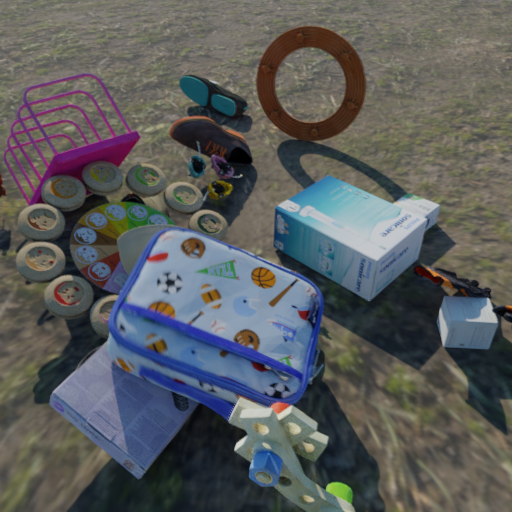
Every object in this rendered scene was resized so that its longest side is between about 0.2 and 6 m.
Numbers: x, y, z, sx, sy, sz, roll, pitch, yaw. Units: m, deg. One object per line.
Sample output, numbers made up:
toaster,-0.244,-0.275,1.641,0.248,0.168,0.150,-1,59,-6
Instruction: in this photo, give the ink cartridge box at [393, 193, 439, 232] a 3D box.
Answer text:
ink cartridge box,3.342,-0.837,12.247,0.817,0.492,1.124,29,45,33

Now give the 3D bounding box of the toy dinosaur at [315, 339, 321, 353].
toy dinosaur,0.358,0.760,10.051,2.471,0.586,1.089,32,39,27

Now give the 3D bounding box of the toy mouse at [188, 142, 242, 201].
toy mouse,-1.096,-1.975,13.071,1.682,0.325,1.495,-23,77,-46

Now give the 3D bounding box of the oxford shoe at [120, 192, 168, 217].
oxford shoe,-2.442,-1.022,12.029,0.959,1.018,2.723,-2,39,-3

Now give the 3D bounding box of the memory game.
memory game,-2.358,-0.272,10.482,4.070,0.259,4.070,10,53,-14

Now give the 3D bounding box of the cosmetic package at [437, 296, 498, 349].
cosmetic package,3.594,1.142,9.588,0.774,0.648,0.644,2,38,3

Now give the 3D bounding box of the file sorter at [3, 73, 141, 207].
file sorter,-4.113,-2.374,11.993,1.874,2.697,1.691,-29,89,-37

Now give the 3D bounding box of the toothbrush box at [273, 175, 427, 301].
toothbrush box,1.841,-0.449,11.282,2.472,1.054,1.809,29,47,32

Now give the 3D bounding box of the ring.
ring,1.400,-4.488,14.863,3.007,3.007,0.289,13,31,16

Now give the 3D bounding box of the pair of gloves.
pair of gloves,4.001,0.813,9.560,2.413,0.298,2.150,33,15,37

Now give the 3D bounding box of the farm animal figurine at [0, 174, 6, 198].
farm animal figurine,-6.441,-1.201,12.469,1.771,0.934,1.791,13,46,35

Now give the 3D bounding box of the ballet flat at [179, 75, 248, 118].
ballet flat,-1.265,-4.916,17.295,2.464,0.838,0.843,35,40,23

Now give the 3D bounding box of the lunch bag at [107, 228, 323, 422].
lunch bag,-0.501,1.069,8.312,3.096,1.170,2.481,22,49,-1

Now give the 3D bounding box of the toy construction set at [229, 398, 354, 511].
toy construction set,0.217,3.484,5.913,2.493,1.752,3.802,10,50,13

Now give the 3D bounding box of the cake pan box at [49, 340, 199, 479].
cake pan box,-1.815,2.010,8.107,1.753,0.459,1.615,37,45,3

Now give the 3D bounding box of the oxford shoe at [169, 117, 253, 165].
oxford shoe,-1.028,-2.798,13.886,2.371,0.844,0.860,5,39,-40

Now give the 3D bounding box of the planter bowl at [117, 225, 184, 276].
planter bowl,-1.737,0.118,9.783,1.310,1.310,0.882,-6,69,-7
